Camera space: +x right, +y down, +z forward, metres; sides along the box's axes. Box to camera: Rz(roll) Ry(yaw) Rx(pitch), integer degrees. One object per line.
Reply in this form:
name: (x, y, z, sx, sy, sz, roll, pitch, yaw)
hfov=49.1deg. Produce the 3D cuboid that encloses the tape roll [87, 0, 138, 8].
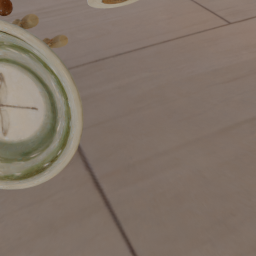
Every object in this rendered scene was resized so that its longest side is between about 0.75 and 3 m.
tape roll: (-0.259, -3.149, 6.534, 1.446, 0.264, 1.446, -10, 8, 1)

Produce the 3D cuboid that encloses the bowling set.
bowling set: (-2.453, -2.062, 6.072, 1.082, 1.403, 2.015, 5, 32, 46)

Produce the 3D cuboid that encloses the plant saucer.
plant saucer: (-1.611, -0.265, 3.593, 2.186, 2.186, 0.549, 3, 23, 3)
